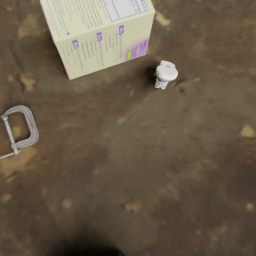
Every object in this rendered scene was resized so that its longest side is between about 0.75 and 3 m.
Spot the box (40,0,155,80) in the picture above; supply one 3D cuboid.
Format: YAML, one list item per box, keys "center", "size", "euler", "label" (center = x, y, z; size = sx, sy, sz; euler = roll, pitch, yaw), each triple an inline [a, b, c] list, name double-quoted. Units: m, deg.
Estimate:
- center: [-0.664, -2.308, 6.672]
  size: [2.199, 1.934, 1.063]
  euler: [-19, 78, -6]
  label: "box"

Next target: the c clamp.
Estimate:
- center: [-2.674, 0.060, 6.656]
  size: [0.989, 0.157, 1.158]
  euler: [-13, 86, -16]
  label: "c clamp"

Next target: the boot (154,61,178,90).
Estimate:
- center: [0.859, -1.153, 6.663]
  size: [0.500, 1.374, 0.621]
  euler: [19, 115, 4]
  label: "boot"

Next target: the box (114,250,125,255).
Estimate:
- center: [-0.111, 3.730, 5.040]
  size: [1.639, 1.371, 2.206]
  euler: [-38, 76, -7]
  label: "box"
